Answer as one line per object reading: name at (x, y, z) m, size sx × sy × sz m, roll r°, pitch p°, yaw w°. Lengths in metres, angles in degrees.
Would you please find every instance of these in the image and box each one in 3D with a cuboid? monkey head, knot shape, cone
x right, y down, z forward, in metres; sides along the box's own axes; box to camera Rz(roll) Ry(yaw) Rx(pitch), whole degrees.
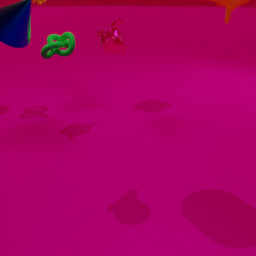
monkey head at (-0.324, -2.200, 6.833) m, size 0.671 × 0.802 × 1.114 m, roll 52°, pitch 18°, yaw 13°
knot shape at (-2.033, -2.309, 7.959) m, size 1.007 × 0.497 × 1.076 m, roll -37°, pitch 40°, yaw -17°
monkey head at (1.516, -1.980, 3.977) m, size 0.658 × 1.092 × 0.786 m, roll 34°, pitch 4°, yaw 24°
cone at (-2.409, -2.528, 6.229) m, size 1.056 × 1.052 × 1.052 m, roll -31°, pitch 5°, yaw 37°

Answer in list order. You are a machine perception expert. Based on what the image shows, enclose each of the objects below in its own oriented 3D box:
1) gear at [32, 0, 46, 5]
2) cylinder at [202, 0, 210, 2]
gear at (-2.740, -4.018, 7.804) m, size 1.139 × 1.139 × 0.211 m, roll 17°, pitch 63°, yaw 32°
cylinder at (2.320, -4.331, 8.139) m, size 0.886 × 0.886 × 0.886 m, roll 17°, pitch -4°, yaw 32°
